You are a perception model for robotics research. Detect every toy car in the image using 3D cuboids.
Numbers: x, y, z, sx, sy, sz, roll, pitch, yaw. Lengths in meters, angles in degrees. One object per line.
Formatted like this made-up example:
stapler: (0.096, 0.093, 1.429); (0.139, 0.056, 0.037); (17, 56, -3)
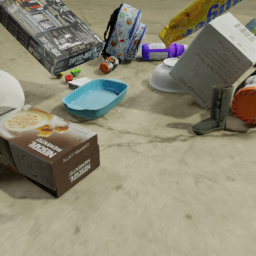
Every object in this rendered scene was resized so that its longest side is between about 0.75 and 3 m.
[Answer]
toy car: (-2.285, -2.106, 11.098); (1.131, 0.252, 1.064); (26, 40, 34)

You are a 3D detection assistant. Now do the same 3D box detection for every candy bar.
candy bar: (1.193, -1.509, 2.951); (2.008, 0.223, 0.501); (-31, -13, 17)

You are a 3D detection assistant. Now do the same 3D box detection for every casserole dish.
casserole dish: (-0.997, -0.963, 9.057); (1.508, 0.483, 2.490); (16, 36, 23)

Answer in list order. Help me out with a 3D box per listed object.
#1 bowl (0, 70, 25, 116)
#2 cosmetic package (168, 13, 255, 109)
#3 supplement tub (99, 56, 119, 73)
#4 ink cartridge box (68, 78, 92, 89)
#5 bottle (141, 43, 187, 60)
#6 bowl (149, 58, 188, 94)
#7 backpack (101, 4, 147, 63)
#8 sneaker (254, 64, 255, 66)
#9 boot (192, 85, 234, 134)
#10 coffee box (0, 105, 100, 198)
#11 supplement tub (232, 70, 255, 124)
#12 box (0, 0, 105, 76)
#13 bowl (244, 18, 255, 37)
bowl: (-3.557, -0.391, 6.805); (2.146, 0.801, 2.143); (-36, 0, -4)
cosmetic package: (2.803, -2.096, 8.807); (1.758, 2.100, 1.747); (46, 46, 8)
supplement tub: (-0.800, -2.618, 11.644); (0.533, 0.533, 0.870); (13, 35, 20)
ink cartridge box: (-1.665, -1.636, 10.439); (0.723, 0.224, 0.892); (21, 29, 31)
bottle: (1.695, -3.583, 13.034); (2.091, 0.683, 0.873); (-3, 34, -6)
bowl: (1.756, -2.057, 10.456); (1.910, 0.858, 1.910); (1, 32, 0)
backpack: (-0.133, -4.267, 12.588); (1.883, 2.329, 2.445); (13, 31, -8)
sneaker: (5.718, -3.063, 12.169); (1.698, 0.733, 0.682); (2, 33, 2)
boot: (2.299, -0.510, 7.593); (1.138, 1.252, 0.454); (-12, 34, -18)
coffee box: (-1.989, 0.404, 6.407); (2.392, 0.953, 1.368); (21, 38, 30)
supplement tub: (4.002, -1.026, 8.362); (1.327, 1.327, 2.166); (22, 37, 31)
box: (-2.376, -3.055, 8.811); (2.700, 0.672, 2.130); (44, 47, 7)
bowl: (6.966, -5.342, 15.570); (0.706, 1.311, 1.311); (26, 29, -15)
